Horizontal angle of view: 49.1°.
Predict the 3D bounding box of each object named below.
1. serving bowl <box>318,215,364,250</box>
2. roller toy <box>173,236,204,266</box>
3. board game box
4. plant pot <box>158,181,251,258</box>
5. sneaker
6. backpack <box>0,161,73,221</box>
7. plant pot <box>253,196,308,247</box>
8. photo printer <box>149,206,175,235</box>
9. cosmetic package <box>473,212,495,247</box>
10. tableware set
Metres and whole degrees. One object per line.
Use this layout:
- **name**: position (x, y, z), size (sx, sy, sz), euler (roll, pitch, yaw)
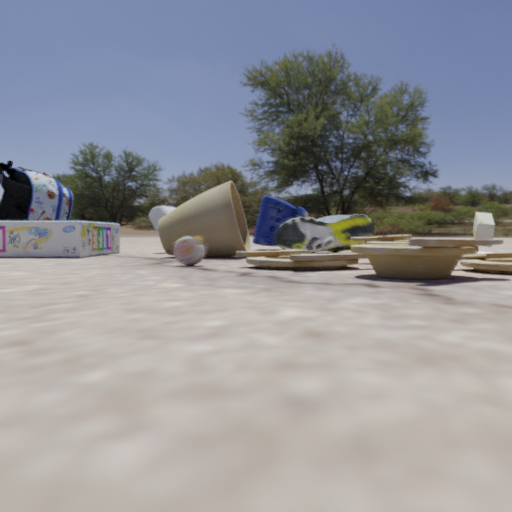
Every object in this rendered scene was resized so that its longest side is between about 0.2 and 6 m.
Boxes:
- **serving bowl**: position (2.239, -0.544, 14.792), size (1.625, 0.535, 1.625), euler (-4, 24, 2)
- **roller toy**: position (-0.898, -0.062, 7.507), size (0.410, 0.374, 0.287), euler (-5, -8, 10)
- **board game box**: position (-4.942, -0.341, 11.068), size (3.860, 0.661, 2.595), euler (0, 2, 2)
- **plant pot**: position (-0.961, -0.501, 10.038), size (1.445, 1.354, 1.354), euler (-14, 1, 7)
- **sneaker**: position (1.477, -0.347, 12.276), size (2.181, 0.812, 0.923), euler (-3, -20, -1)
- **backpack**: position (-7.282, -1.505, 18.305), size (2.193, 2.847, 2.712), euler (5, 9, -35)
- **plant pot**: position (0.659, -0.804, 14.383), size (1.147, 1.276, 1.276), euler (14, 5, 9)
- **photo printer**: position (-1.790, -0.599, 12.587), size (0.439, 1.052, 1.265), euler (-33, -7, 14)
- **cosmetic package**: position (4.753, -0.562, 11.716), size (0.334, 0.494, 0.940), euler (6, 19, 17)
- **tableware set**: position (1.829, -0.043, 6.767), size (3.129, 0.435, 3.746), euler (-1, 2, -33)
